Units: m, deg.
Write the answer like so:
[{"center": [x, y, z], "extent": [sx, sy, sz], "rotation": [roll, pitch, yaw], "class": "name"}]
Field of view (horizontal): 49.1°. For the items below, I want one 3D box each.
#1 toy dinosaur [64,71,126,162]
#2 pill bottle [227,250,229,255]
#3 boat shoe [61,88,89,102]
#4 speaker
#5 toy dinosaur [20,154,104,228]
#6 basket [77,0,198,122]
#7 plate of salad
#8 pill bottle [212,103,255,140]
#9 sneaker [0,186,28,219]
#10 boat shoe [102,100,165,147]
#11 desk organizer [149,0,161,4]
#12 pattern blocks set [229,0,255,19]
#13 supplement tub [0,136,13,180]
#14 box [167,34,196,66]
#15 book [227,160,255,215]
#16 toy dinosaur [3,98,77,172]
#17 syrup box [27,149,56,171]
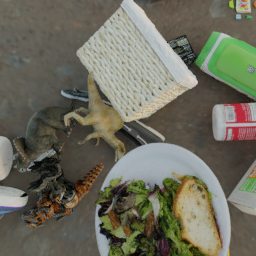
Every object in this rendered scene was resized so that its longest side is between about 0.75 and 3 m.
[{"center": [-0.881, -0.325, 7.575], "extent": [1.479, 2.924, 0.851], "rotation": [-7, 37, 17], "class": "toy dinosaur"}, {"center": [1.798, 3.260, 7.128], "extent": [1.468, 1.468, 2.639], "rotation": [4, 81, 1], "class": "pill bottle"}, {"center": [-1.541, -1.058, 8.381], "extent": [0.889, 0.320, 0.315], "rotation": [11, 123, -7], "class": "boat shoe"}, {"center": [3.412, -1.652, 8.079], "extent": [2.790, 1.234, 1.234], "rotation": [31, 82, 5], "class": "speaker"}, {"center": [-1.861, 1.669, 7.637], "extent": [2.504, 1.279, 1.700], "rotation": [-43, 120, -20], "class": "toy dinosaur"}, {"center": [0.353, -1.569, 7.338], "extent": [1.892, 2.331, 2.352], "rotation": [-39, 82, 18], "class": "basket"}, {"center": [0.307, 1.406, 4.329], "extent": [2.451, 0.589, 2.451], "rotation": [-13, 69, 35], "class": "plate of salad"}, {"center": [3.333, -0.179, 7.771], "extent": [1.818, 1.020, 1.020], "rotation": [-2, 81, 10], "class": "pill bottle"}, {"center": [-4.193, 2.695, 7.474], "extent": [2.899, 1.168, 2.123], "rotation": [3, 89, -3], "class": "sneaker"}, {"center": [-0.095, -0.019, 8.012], "extent": [2.399, 0.802, 0.684], "rotation": [31, 77, 1], "class": "boat shoe"}, {"center": [1.910, -5.108, 8.721], "extent": [2.993, 1.073, 1.152], "rotation": [-19, 79, -3], "class": "desk organizer"}, {"center": [3.721, -4.001, 9.022], "extent": [0.927, 0.086, 1.055], "rotation": [-9, 81, -1], "class": "pattern blocks set"}, {"center": [-4.188, 0.809, 7.654], "extent": [1.685, 1.217, 1.217], "rotation": [2, 81, 0], "class": "supplement tub"}, {"center": [1.431, -2.243, 8.554], "extent": [1.003, 0.432, 0.822], "rotation": [-23, 81, -4], "class": "box"}, {"center": [3.805, 1.134, 7.378], "extent": [0.597, 1.658, 2.483], "rotation": [36, 82, 6], "class": "book"}, {"center": [-2.234, 0.020, 7.684], "extent": [1.349, 1.015, 2.637], "rotation": [23, 71, -3], "class": "toy dinosaur"}, {"center": [-2.487, 0.704, 8.059], "extent": [1.147, 0.452, 0.467], "rotation": [-39, 83, -6], "class": "syrup box"}]
